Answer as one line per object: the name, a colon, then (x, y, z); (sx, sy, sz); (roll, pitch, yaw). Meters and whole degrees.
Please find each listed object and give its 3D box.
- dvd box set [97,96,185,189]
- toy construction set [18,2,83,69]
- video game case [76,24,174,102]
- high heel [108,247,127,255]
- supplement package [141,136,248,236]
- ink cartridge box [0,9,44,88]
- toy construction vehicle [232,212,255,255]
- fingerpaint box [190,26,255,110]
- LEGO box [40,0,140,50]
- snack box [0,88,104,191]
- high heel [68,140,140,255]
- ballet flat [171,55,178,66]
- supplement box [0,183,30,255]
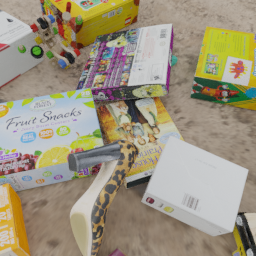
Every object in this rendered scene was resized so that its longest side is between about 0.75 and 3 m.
dvd box set: (0.369, 0.192, 7.192); (1.788, 0.359, 2.444); (-15, 53, -12)
toy construction set: (-2.110, -2.651, 8.475); (1.582, 1.457, 1.897); (27, 83, -13)
video game case: (-0.002, -1.993, 8.417); (2.603, 0.514, 2.872); (-3, 49, 17)
high heel: (0.065, 2.981, 4.834); (0.876, 0.614, 1.823); (-30, 43, -32)
supplement package: (1.326, 1.205, 5.754); (1.691, 0.938, 1.317); (24, 65, 7)
ink cartridge box: (-4.563, -2.728, 8.940); (2.959, 1.239, 2.135); (33, 59, 23)
toy construction vehicle: (2.998, 2.351, 5.318); (2.023, 0.818, 2.323); (1, 55, -15)
fingerpaint box: (3.147, -1.847, 8.445); (2.094, 0.921, 2.510); (12, 53, 11)
LEGO box: (-1.346, -4.366, 10.151); (2.880, 1.111, 2.145); (-34, 67, -24)
snack box: (-1.970, 0.234, 6.826); (2.594, 0.878, 2.188); (-10, 52, -8)
high heel: (-0.318, 1.413, 5.597); (1.629, 2.285, 0.816); (-11, 14, -40)
ballet flat: (0.978, -2.168, 8.990); (1.231, 0.414, 0.433); (4, 9, 7)
supplement box: (-3.180, 2.166, 5.334); (2.236, 0.822, 1.409); (-19, 53, -14)
